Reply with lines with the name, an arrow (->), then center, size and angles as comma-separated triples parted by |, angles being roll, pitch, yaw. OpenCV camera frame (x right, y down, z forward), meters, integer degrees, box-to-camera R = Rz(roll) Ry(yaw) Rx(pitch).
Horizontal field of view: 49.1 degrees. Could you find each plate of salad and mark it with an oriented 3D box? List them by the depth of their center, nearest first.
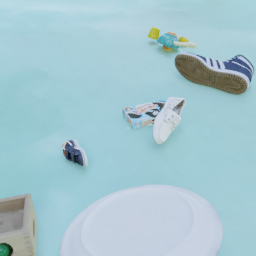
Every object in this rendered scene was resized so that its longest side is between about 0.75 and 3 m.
plate of salad -> 0.208, 1.841, 4.848 | 2.747, 0.660, 2.747 | -10, 18, 3

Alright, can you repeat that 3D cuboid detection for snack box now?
snack box -> 0.659, -0.443, 8.566 | 1.473, 0.273, 0.856 | -14, 38, -18

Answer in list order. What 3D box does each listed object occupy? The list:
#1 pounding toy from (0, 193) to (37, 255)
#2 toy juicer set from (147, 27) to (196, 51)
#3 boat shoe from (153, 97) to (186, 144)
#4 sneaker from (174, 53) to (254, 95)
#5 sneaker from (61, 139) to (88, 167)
pounding toy -> -2.252, 2.014, 4.857 | 1.219, 0.941, 1.324 | -9, 27, -13
toy juicer set -> 2.150, -3.911, 13.057 | 1.745, 0.746, 2.743 | 4, 29, -26
boat shoe -> 1.136, -0.259, 7.446 | 0.540, 0.552, 1.558 | -4, 49, 41
sneaker -> 3.238, -2.256, 10.395 | 2.827, 0.991, 1.533 | 28, 49, 23
sneaker -> -1.347, 0.655, 6.945 | 0.441, 0.435, 1.109 | -12, 27, -24
